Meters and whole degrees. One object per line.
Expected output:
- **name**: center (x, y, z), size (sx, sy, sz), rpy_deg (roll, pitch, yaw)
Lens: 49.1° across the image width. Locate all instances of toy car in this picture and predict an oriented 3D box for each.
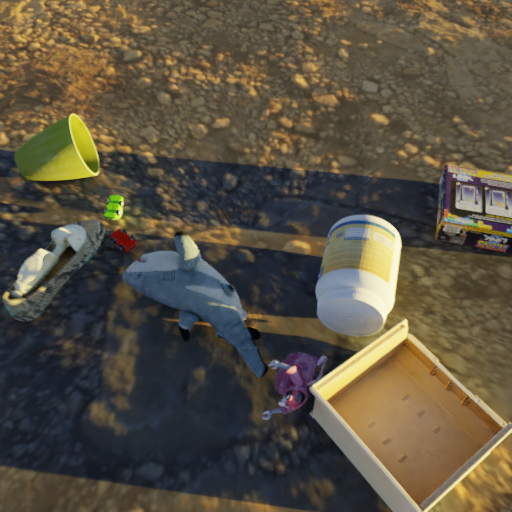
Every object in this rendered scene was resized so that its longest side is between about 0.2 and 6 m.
- **toy car**: center (-2.992, -0.652, 11.484), size (1.388, 0.310, 1.306), rpy_deg (6, 59, 5)

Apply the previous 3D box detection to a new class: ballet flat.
- **ballet flat**: center (-3.717, 0.080, 10.359), size (0.833, 0.925, 2.457), rpy_deg (23, 63, 21)

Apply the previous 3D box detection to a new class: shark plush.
- **shark plush**: center (-0.965, 1.011, 10.085), size (1.286, 1.402, 3.087), rpy_deg (-42, 84, -15)

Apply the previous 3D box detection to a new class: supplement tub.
- **supplement tub**: center (1.826, 0.345, 10.058), size (1.364, 1.364, 1.886), rpy_deg (12, 52, 9)

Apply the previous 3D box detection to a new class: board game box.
- **board game box**: center (4.906, -0.950, 11.603), size (2.170, 0.615, 1.794), rpy_deg (12, 50, 9)

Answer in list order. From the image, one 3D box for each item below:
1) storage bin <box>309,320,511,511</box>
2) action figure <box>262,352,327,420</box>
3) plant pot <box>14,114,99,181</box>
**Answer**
- **storage bin**: center (2.345, 2.454, 8.565), size (2.212, 1.044, 2.228), rpy_deg (-31, 57, -22)
- **action figure**: center (0.626, 2.105, 8.807), size (0.995, 0.895, 1.336), rpy_deg (9, 13, -2)
- **plant pot**: center (-4.434, -2.202, 12.292), size (1.473, 1.379, 1.379), rpy_deg (-18, 52, 4)
